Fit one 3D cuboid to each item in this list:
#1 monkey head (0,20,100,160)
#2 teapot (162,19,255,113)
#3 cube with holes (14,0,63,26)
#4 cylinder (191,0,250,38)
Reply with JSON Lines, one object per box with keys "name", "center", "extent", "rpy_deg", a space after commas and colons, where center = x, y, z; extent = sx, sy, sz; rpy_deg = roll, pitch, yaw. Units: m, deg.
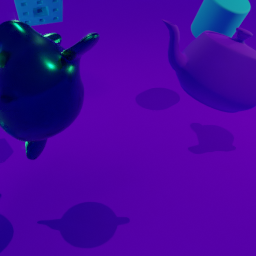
{"name": "monkey head", "center": [-0.995, -0.562, 3.356], "extent": [1.202, 1.995, 1.436], "rpy_deg": [38, 37, 1]}
{"name": "teapot", "center": [1.089, -0.748, 3.265], "extent": [1.748, 0.856, 1.087], "rpy_deg": [12, 32, -16]}
{"name": "cube with holes", "center": [-1.532, -2.241, 4.648], "extent": [0.719, 0.719, 0.719], "rpy_deg": [-15, 81, -16]}
{"name": "cylinder", "center": [2.443, -2.963, 7.505], "extent": [1.140, 1.140, 1.140], "rpy_deg": [8, 56, -11]}
